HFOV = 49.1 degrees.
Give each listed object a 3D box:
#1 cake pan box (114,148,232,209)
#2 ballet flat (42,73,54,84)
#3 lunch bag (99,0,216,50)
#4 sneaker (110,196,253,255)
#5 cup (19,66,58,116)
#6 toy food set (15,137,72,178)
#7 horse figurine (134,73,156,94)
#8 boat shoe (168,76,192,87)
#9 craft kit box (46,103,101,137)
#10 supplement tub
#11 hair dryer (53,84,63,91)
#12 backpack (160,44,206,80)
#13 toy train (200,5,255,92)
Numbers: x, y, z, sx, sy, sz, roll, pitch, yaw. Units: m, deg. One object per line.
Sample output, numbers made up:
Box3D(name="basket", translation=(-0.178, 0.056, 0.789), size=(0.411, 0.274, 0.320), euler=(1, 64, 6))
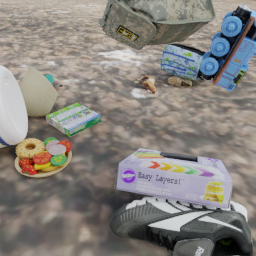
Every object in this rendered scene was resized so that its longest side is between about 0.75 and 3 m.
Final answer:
Box3D(name="cake pan box", translation=(1.033, 0.974, 6.089), size=(2.103, 0.597, 2.283), euler=(9, 5, 14))
Box3D(name="ballet flat", translation=(-3.622, -1.479, 10.712), size=(0.639, 0.690, 1.958), euler=(-14, 22, 36))
Box3D(name="lunch bag", translation=(0.541, -2.680, 6.584), size=(2.296, 1.350, 1.883), euler=(-9, 2, -12))
Box3D(name="sneaker", translation=(1.006, 1.935, 5.107), size=(2.707, 0.900, 1.225), euler=(2, 30, -1))
Box3D(name="cup", translation=(-3.018, -1.035, 9.252), size=(1.170, 1.635, 1.635), euler=(26, 28, -18))
Box3D(name="toy food set", translation=(-2.221, 0.732, 7.426), size=(1.496, 0.368, 1.511), euler=(-7, 33, -11))
Box3D(name="horse figurine", translation=(0.762, -1.874, 11.400), size=(0.930, 0.350, 1.403), euler=(15, 29, 3))
Box3D(name="boat shoe", translation=(2.098, -1.861, 11.414), size=(0.989, 0.353, 0.319), euler=(9, 34, 11))
Box3D(name="craft kit box", translation=(-1.765, -0.305, 9.108), size=(1.265, 0.311, 1.281), euler=(31, 44, 34))
Box3D(name="supplement tub", translation=(-4.371, -0.322, 7.258), size=(2.934, 2.128, 2.128), euler=(-13, 35, -4))
Box3D(name="hair dryer", translation=(-2.999, -1.517, 11.101), size=(0.607, 0.217, 0.797), euler=(0, 24, 34))
Box3D(name="backpack", translation=(2.395, -2.723, 11.599), size=(2.168, 1.667, 1.769), euler=(38, 23, 14))
Box3D(name="toy train", translation=(2.073, -1.542, 5.529), size=(0.908, 1.589, 0.689), euler=(26, 37, 4))
